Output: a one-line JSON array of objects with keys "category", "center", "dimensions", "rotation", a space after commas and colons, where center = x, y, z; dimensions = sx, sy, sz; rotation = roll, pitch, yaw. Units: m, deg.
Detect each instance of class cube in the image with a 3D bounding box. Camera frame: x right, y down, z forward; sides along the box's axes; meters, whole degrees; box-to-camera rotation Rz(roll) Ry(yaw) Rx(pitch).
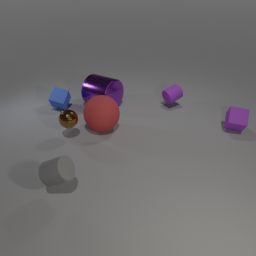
[{"category": "cube", "center": [-3.030, -1.314, 12.479], "dimensions": [0.700, 0.700, 0.700], "rotation": [16, 70, 3]}, {"category": "cube", "center": [4.177, -0.349, 10.792], "dimensions": [0.700, 0.700, 0.700], "rotation": [12, 74, 8]}]

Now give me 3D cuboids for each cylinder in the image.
[{"category": "cylinder", "center": [2.017, -1.545, 12.719], "dimensions": [0.700, 0.700, 0.700], "rotation": [-30, 39, -16]}, {"category": "cylinder", "center": [-1.906, 1.159, 7.547], "dimensions": [0.700, 0.700, 0.700], "rotation": [-19, 23, 23]}, {"category": "cylinder", "center": [-1.144, -1.638, 12.693], "dimensions": [1.400, 1.400, 1.400], "rotation": [19, 35, 30]}]

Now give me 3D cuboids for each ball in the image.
[{"category": "ball", "center": [-2.166, -0.331, 10.173], "dimensions": [0.700, 0.700, 0.700], "rotation": [0, 30, 0]}, {"category": "ball", "center": [-1.014, -0.558, 10.778], "dimensions": [1.400, 1.400, 1.400], "rotation": [0, 30, 0]}]
